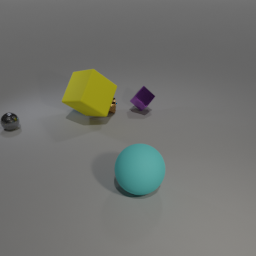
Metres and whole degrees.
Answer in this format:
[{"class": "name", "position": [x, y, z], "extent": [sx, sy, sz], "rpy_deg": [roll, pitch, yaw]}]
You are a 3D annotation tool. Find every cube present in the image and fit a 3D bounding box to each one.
[{"class": "cube", "position": [-1.551, -1.382, 11.343], "extent": [1.400, 1.400, 1.400], "rpy_deg": [4, -19, 45]}, {"class": "cube", "position": [0.632, -1.283, 12.274], "extent": [0.700, 0.700, 0.700], "rpy_deg": [-51, 6, -20]}]

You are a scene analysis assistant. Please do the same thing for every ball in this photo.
[{"class": "ball", "position": [-4.666, -0.262, 11.072], "extent": [0.700, 0.700, 0.700], "rpy_deg": [0, 28, 0]}, {"class": "ball", "position": [0.327, 1.131, 7.741], "extent": [1.400, 1.400, 1.400], "rpy_deg": [0, 28, 0]}]

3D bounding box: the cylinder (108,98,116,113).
[{"class": "cylinder", "position": [-0.928, -0.995, 12.361], "extent": [0.700, 0.700, 0.700], "rpy_deg": [-1, 28, -11]}]
